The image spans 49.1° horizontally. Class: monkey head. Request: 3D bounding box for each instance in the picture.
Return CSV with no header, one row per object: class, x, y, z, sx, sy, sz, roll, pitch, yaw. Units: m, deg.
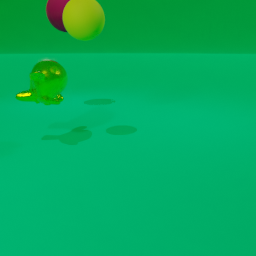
monkey head,-2.051,-1.083,6.613,1.225,1.026,1.703,0,18,0

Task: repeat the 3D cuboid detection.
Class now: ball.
ball,-0.973,-2.411,6.191,0.916,0.916,0.916,0,16,0
ball,-2.183,-4.115,9.917,1.385,1.385,1.385,0,16,0
